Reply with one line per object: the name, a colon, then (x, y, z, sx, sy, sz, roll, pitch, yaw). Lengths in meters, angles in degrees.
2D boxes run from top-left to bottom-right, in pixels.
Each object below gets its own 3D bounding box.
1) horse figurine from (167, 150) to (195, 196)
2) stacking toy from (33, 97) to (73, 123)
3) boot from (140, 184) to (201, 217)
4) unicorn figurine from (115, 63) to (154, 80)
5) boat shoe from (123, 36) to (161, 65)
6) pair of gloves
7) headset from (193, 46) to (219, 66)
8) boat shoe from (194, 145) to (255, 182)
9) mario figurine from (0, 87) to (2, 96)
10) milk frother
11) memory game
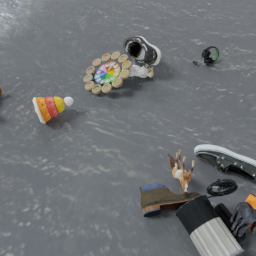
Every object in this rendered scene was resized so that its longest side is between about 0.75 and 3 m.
horse figurine: (1.843, 1.459, 9.750, 0.439, 1.166, 1.760, 1, 13, -15)
stacking toy: (-3.051, -0.956, 11.670, 1.565, 1.144, 1.144, -21, 55, -11)
boot: (1.400, 2.241, 9.474, 2.085, 0.779, 1.011, -12, 55, -7)
unicorn figurine: (0.170, -2.723, 13.295, 2.256, 0.833, 1.550, -4, 48, 0)
boat shoe: (0.428, -3.815, 13.624, 0.890, 1.090, 2.950, -1, 33, -33)
pair of gloves: (4.180, 3.187, 8.703, 2.030, 0.251, 1.808, 44, 53, 13)
headset: (3.911, -3.567, 14.062, 1.320, 0.815, 0.620, -33, 32, -3)
boat shoe: (3.584, 1.266, 10.219, 2.398, 0.823, 0.679, 17, 54, 10)
mario figurine: (-6.376, -1.150, 11.778, 1.427, 1.225, 2.311, -15, 35, 33)
milk frother: (2.714, 2.779, 8.267, 1.824, 2.021, 1.901, -21, 55, -17)
memory game: (-0.981, -2.611, 13.059, 2.504, 0.160, 2.504, -13, 55, 19)
